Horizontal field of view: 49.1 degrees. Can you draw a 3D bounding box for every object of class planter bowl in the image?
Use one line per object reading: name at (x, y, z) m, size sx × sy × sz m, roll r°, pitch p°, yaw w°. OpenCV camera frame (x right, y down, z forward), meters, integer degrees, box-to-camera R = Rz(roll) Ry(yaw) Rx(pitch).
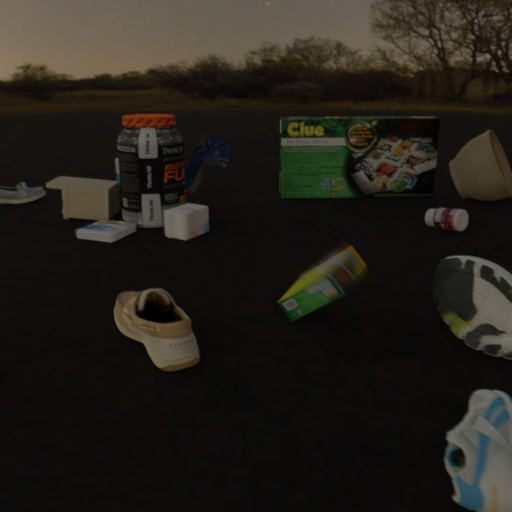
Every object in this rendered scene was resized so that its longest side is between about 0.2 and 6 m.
planter bowl at (6.193, -2.330, 15.536) m, size 1.298 × 1.928 × 1.928 m, roll -21°, pitch 5°, yaw 34°

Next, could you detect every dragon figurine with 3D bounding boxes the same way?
dragon figurine at (-2.484, -2.209, 14.579) m, size 3.906 × 1.942 × 1.149 m, roll 4°, pitch 18°, yaw 12°

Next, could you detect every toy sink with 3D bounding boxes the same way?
toy sink at (-4.287, -1.404, 13.913) m, size 1.542 × 0.864 × 1.005 m, roll 5°, pitch 19°, yaw 0°

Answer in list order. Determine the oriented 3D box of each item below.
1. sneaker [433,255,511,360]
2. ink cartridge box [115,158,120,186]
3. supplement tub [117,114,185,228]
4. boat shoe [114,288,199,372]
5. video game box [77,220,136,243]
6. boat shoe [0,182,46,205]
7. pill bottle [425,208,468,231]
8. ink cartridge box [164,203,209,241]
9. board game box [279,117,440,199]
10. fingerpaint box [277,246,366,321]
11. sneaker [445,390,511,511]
sneaker at (3.726, 0.843, 7.214) m, size 1.301 × 1.145 × 3.074 m, roll -8°, pitch 28°, yaw -39°
ink cartridge box at (-3.654, -2.609, 17.457) m, size 1.166 × 0.856 × 0.852 m, roll 13°, pitch 23°, yaw 32°
supplement tub at (-2.442, -2.016, 13.131) m, size 1.530 × 2.497 × 1.530 m, roll 0°, pitch 19°, yaw 0°
boat shoe at (-1.374, 0.792, 7.606) m, size 0.778 × 0.730 × 2.109 m, roll -12°, pitch 22°, yaw -32°
video game box at (-3.308, -0.561, 12.407) m, size 0.891 × 0.229 × 0.978 m, roll 9°, pitch 21°, yaw 18°
boat shoe at (-6.739, -1.751, 15.344) m, size 1.820 × 0.584 × 0.671 m, roll -7°, pitch 20°, yaw -19°
pill bottle at (4.319, -0.838, 12.750) m, size 0.492 × 0.492 × 0.862 m, roll -13°, pitch 15°, yaw -34°
ink cartridge box at (-1.563, -0.743, 12.343) m, size 0.592 × 0.608 × 0.945 m, roll 11°, pitch 23°, yaw 30°
board game box at (2.828, -2.736, 15.654) m, size 4.344 × 2.276 × 0.510 m, roll 0°, pitch 20°, yaw 0°
fingerpaint box at (0.967, 0.416, 8.198) m, size 1.073 × 0.393 × 0.895 m, roll -34°, pitch 5°, yaw 41°
sneaker at (2.069, 1.706, 5.157) m, size 0.634 × 0.601 × 1.570 m, roll 1°, pitch 16°, yaw 15°
